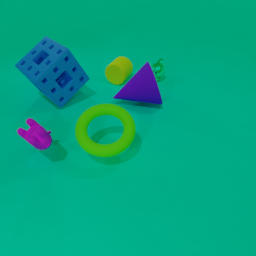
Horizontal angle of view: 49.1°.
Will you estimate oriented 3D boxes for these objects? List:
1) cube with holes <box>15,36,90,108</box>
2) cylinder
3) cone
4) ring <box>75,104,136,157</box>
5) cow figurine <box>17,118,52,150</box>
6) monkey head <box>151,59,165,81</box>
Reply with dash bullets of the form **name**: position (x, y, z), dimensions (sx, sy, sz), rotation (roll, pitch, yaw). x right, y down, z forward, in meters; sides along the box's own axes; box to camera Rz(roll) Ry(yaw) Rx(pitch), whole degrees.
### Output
- **cube with holes**: position (-2.420, -1.806, 9.072), dimensions (1.389, 1.389, 1.389), rotation (-48, 53, -9)
- **cylinder**: position (-0.332, -2.180, 10.614), dimensions (0.821, 0.821, 0.821), rotation (14, 38, 18)
- **cone**: position (0.189, -1.226, 9.192), dimensions (1.475, 1.469, 1.469), rotation (-19, 37, 4)
- **ring**: position (-0.563, 0.030, 7.019), dimensions (1.517, 0.303, 1.517), rotation (0, 59, 0)
- **cow figurine**: position (-2.186, 0.236, 6.915), dimensions (1.115, 1.097, 0.612), rotation (32, 77, 35)
- **monkey head**: position (0.996, -2.214, 10.725), dimensions (0.778, 0.652, 1.081), rotation (20, 52, 14)
